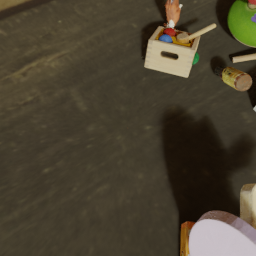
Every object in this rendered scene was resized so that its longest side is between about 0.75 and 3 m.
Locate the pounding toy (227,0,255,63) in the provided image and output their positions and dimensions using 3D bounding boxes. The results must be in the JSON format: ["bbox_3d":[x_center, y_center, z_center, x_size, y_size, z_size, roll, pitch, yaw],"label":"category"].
[{"bbox_3d":[3.931,-3.155,8.086,1.796,1.080,2.327,0,78,5],"label":"pounding toy"}]

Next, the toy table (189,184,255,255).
[{"bbox_3d":[2.198,2.239,4.629,1.467,2.303,2.505,-26,106,-40],"label":"toy table"}]

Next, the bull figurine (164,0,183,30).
[{"bbox_3d":[1.347,-3.486,8.335,0.431,1.323,0.803,15,84,9],"label":"bull figurine"}]

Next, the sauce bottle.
[{"bbox_3d":[2.753,-1.389,7.513,0.470,0.470,1.424,-12,26,-7],"label":"sauce bottle"}]

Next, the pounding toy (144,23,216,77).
[{"bbox_3d":[1.476,-2.318,7.859,1.592,1.132,1.465,16,39,10],"label":"pounding toy"}]

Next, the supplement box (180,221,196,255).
[{"bbox_3d":[1.281,2.501,5.677,0.379,0.366,1.100,13,61,-4],"label":"supplement box"}]

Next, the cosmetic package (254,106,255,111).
[{"bbox_3d":[3.916,-0.893,7.388,1.082,0.816,0.280,-32,69,-18],"label":"cosmetic package"}]
